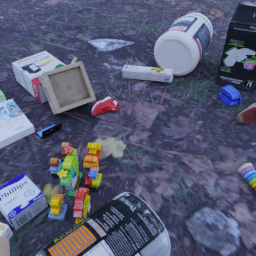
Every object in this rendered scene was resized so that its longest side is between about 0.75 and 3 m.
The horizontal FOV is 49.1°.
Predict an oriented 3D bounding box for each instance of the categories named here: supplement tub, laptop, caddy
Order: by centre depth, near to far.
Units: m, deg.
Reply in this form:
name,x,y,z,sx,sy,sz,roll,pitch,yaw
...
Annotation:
name,x,y,z,sx,sy,sz,roll,pitch,yaw
supplement tub,-0.645,2.710,5.609,2.798,1.714,1.714,-30,51,-27
laptop,-2.649,-0.010,9.370,0.730,0.823,0.425,-30,78,-28
caddy,3.913,-1.251,10.667,0.463,0.623,0.882,-22,48,-13
supplement tub,2.518,-3.746,12.340,1.951,1.951,2.780,20,47,20

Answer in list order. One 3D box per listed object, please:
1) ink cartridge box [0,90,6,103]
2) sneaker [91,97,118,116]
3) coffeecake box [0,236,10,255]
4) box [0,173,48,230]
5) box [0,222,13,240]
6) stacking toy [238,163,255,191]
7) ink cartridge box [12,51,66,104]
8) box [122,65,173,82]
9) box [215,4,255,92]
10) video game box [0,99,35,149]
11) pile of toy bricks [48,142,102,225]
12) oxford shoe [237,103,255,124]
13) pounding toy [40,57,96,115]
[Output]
name,x,y,z,sx,sy,sz,roll,pitch,yaw
ink cartridge box,-5.636,-0.799,10.088,2.142,0.721,1.254,-31,51,-29
sneaker,-0.781,-0.740,10.251,0.658,0.446,1.139,25,50,26
coffeecake box,-3.625,3.372,5.037,2.744,1.002,2.106,-11,61,-12
box,-2.837,1.892,7.328,1.065,0.559,0.979,33,51,31
box,-3.148,2.668,6.587,0.392,0.435,0.774,14,45,14
stacking toy,3.598,1.512,7.889,0.446,0.446,1.045,-15,51,-16
ink cartridge box,-3.415,-2.119,11.364,1.608,0.914,2.206,-32,52,-29
box,0.817,-2.292,11.770,2.126,0.441,0.411,8,51,17
box,4.747,-3.196,11.214,1.668,2.684,1.993,17,46,17
video game box,-4.345,-0.075,9.426,1.770,0.414,1.612,-29,61,-28
pile of toy bricks,-1.503,1.119,7.568,1.513,1.346,2.728,4,43,4
oxford shoe,4.552,-0.578,10.126,1.618,0.570,0.605,-18,18,-15
pounding toy,-2.199,-1.642,10.228,1.707,1.855,1.319,-23,8,-23
